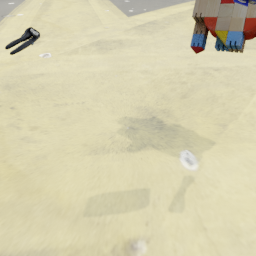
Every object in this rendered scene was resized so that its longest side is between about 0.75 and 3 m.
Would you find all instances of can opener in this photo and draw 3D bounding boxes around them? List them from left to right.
[{"bbox_3d":[-3.266,-2.696,8.790,0.475,0.589,1.498,40,42,-17],"label":"can opener"}]

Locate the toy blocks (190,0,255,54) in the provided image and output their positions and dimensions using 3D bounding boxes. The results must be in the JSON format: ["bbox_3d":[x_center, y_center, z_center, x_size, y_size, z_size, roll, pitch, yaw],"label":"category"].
[{"bbox_3d":[2.939,-3.018,7.740,2.911,1.990,1.455,13,3,29],"label":"toy blocks"}]

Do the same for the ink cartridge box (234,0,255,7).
[{"bbox_3d":[2.472,-3.179,5.744,0.920,1.348,0.515,15,9,-9],"label":"ink cartridge box"}]
